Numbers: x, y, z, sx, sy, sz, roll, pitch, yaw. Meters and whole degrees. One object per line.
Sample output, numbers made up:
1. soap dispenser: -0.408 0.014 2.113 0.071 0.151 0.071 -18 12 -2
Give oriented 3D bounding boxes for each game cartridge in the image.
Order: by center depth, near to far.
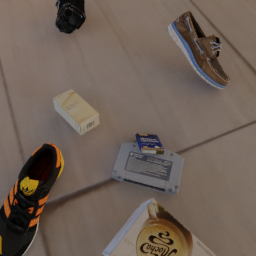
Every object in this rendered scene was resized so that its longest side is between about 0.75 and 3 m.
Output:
1. game cartridge: 0.578 1.031 7.667 1.799 0.374 1.198 14 55 8

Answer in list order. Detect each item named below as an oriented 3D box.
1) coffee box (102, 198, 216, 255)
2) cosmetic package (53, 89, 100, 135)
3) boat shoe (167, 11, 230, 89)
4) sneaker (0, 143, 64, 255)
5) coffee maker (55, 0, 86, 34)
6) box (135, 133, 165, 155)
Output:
1. coffee box: 0.907 2.871 5.726 2.528 1.009 1.429 42 66 5
2. cosmetic package: -1.541 -0.494 8.353 0.715 0.505 1.381 -34 60 -28
3. boat shoe: 2.425 -2.520 8.973 2.772 1.003 1.001 51 39 4
4. sneaker: -2.394 1.643 6.510 1.016 1.307 2.905 21 66 -2
5. coffee maker: -2.075 -4.459 10.232 1.065 1.518 1.581 7 44 -20
6. box: 0.581 0.389 7.795 0.633 0.169 1.045 5 25 -12
